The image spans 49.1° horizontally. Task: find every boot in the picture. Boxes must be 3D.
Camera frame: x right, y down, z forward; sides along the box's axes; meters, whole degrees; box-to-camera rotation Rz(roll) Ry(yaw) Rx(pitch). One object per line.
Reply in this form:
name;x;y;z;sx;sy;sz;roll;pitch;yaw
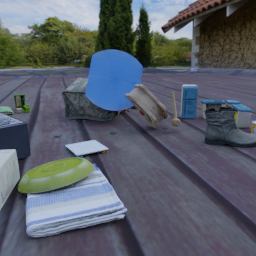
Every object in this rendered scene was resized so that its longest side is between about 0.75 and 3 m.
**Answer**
boot;3.604;-0.062;9.586;1.973;1.289;0.668;2;16;6

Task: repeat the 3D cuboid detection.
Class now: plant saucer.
plant saucer;-1.726;1.053;6.725;1.840;0.286;1.840;-11;9;2

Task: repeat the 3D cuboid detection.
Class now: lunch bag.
lunch bag;-1.437;-1.456;13.548;2.779;1.634;2.279;5;29;11

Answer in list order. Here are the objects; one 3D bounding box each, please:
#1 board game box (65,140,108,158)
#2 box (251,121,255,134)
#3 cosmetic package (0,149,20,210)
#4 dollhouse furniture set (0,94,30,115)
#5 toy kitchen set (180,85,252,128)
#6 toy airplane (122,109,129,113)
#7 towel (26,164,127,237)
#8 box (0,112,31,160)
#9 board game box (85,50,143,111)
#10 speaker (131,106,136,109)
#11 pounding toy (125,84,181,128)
board game box;-1.345;0.674;9.109;1.080;0.140;1.080;-10;18;-30
box;5.903;0.172;10.183;1.644;0.573;2.762;-7;15;-22
cosmetic package;-2.953;1.132;6.241;0.572;0.847;1.609;-3;15;-5
dollhouse furniture set;-6.052;-1.194;14.421;1.664;0.835;1.090;-10;19;-31
toy kitchen set;3.804;-1.013;12.453;2.651;1.562;2.124;1;16;4
toy airplane;-0.318;-1.122;14.604;0.836;0.593;0.840;-3;19;12
towel;-1.255;1.445;6.137;1.842;0.299;2.509;-7;15;-17
box;-4.236;0.355;8.337;1.868;1.160;1.883;15;22;42
board game box;-0.611;-2.066;12.582;2.338;2.960;0.576;9;-18;-7
speaker;0.762;-1.614;16.125;0.724;0.724;1.782;10;19;31
pounding toy;1.162;-0.948;11.420;1.383;2.411;1.378;-44;-2;-6
